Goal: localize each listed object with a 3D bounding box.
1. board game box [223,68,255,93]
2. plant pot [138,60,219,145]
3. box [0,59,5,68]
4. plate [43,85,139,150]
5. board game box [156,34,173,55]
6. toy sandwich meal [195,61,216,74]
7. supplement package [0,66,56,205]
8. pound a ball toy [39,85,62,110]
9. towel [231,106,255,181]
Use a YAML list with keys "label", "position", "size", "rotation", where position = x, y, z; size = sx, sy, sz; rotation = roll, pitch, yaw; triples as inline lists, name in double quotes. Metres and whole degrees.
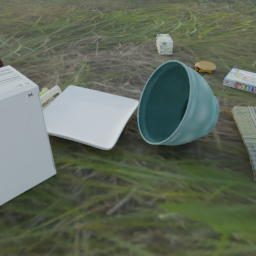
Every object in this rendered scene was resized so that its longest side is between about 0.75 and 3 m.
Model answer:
- label: "board game box"
  position: [4.245, -1.622, 9.762]
  size: [1.526, 0.261, 1.026]
  rotation: [21, 41, 27]
- label: "plant pot"
  position: [1.356, -0.472, 6.985]
  size: [1.376, 2.053, 2.053]
  rotation: [14, 28, -29]
- label: "box"
  position: [-5.524, -1.806, 9.517]
  size: [2.374, 0.890, 1.189]
  rotation: [-29, 45, -31]
- label: "plate"
  position: [-1.111, -0.300, 7.733]
  size: [2.331, 0.377, 2.326]
  rotation: [14, 38, 13]
- label: "board game box"
  position: [1.609, -3.715, 12.396]
  size: [0.569, 0.559, 1.086]
  rotation: [-2, 36, -3]
- label: "toy sandwich meal"
  position: [2.961, -2.312, 10.737]
  size: [0.806, 0.276, 0.806]
  rotation: [3, 37, -2]
- label: "supplement package"
  position: [-2.630, 0.224, 5.509]
  size: [1.754, 2.252, 1.249]
  rotation: [-29, 45, -34]
- label: "pound a ball toy"
  position: [-2.553, -0.797, 8.513]
  size: [0.853, 0.556, 1.309]
  rotation: [-9, 28, 32]
- label: "towel"
  position: [4.203, 0.376, 6.963]
  size: [2.755, 0.494, 2.862]
  rotation: [1, 38, 7]
